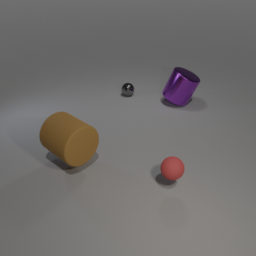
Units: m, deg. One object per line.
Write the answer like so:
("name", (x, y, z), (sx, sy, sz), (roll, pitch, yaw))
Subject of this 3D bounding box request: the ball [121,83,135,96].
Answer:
("ball", (-0.003, -2.033, 14.780), (0.700, 0.700, 0.700), (0, 30, 0))

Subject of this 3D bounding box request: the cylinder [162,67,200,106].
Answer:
("cylinder", (2.579, -2.028, 13.670), (1.400, 1.400, 1.400), (18, 32, -12))

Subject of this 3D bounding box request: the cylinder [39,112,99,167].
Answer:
("cylinder", (-1.911, 0.340, 9.146), (1.400, 1.400, 1.400), (27, 39, 35))

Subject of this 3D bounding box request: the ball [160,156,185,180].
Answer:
("ball", (1.303, 1.181, 8.209), (0.700, 0.700, 0.700), (0, 30, 0))
